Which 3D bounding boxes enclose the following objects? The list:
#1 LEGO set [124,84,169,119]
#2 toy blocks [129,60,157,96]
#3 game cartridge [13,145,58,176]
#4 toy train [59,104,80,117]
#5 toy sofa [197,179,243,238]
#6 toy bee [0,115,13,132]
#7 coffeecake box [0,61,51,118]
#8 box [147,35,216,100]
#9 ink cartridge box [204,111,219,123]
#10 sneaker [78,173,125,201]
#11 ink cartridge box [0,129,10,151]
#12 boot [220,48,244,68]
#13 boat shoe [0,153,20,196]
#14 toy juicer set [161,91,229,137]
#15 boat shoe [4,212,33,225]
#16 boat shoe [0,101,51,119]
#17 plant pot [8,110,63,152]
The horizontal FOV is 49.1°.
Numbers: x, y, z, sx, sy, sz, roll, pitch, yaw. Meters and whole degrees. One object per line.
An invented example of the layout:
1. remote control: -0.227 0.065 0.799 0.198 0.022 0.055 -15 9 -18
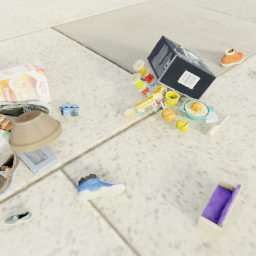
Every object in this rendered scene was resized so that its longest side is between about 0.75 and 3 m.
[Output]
1. LEGO set: 1.054 -0.975 12.035 1.192 0.965 2.592 0 36 51
2. toy blocks: 0.798 -2.086 12.782 0.586 1.613 1.344 -4 59 38
3. game cartridge: -3.266 0.970 10.029 1.058 0.330 1.588 -30 49 -34
4. toy train: -2.505 -0.747 11.913 0.909 0.394 0.519 -2 47 -2
5. toy sofa: 2.696 2.252 8.189 0.690 0.813 1.667 25 48 25
6. toy bee: -5.528 -0.374 10.946 2.045 1.111 1.338 1 42 0
7. coffeecake box: -4.599 -1.625 11.854 2.285 1.754 0.835 -24 47 -25
8. box: 2.323 -2.684 12.558 2.295 1.423 2.256 21 30 -25
9. ink cartridge box: 3.411 -0.446 11.639 0.471 0.270 0.804 -4 41 -2
10. sneaker: -0.877 1.766 8.915 1.463 0.561 0.814 -11 51 -3
11. ink cartridge box: -5.005 0.389 10.581 0.972 0.425 0.706 18 43 16
12. boot: 5.728 -3.913 15.095 1.737 0.931 0.652 -26 46 -29
13. boat shoe: -4.083 1.494 9.221 0.564 0.566 1.563 2 42 3
14. toy juicer set: 2.658 -0.529 11.195 2.775 0.755 1.765 19 48 10
15. boat shoe: -3.226 2.611 8.198 0.803 0.248 0.292 -8 42 -9
16. boat shoe: -4.150 -0.612 11.245 2.085 0.752 0.739 -2 28 -24
17. plant pot: -3.496 -0.034 10.306 1.994 0.920 1.994 -10 28 5
